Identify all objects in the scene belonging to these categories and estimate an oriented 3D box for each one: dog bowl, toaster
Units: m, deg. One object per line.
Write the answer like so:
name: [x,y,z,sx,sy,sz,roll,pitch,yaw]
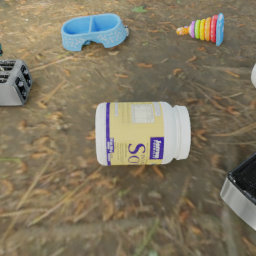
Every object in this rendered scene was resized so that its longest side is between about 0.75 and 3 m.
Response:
dog bowl: [-1.468,-4.022,11.613,2.758,0.684,1.537,-4,54,6]
toaster: [-4.147,-1.480,9.284,1.647,0.977,1.489,0,45,0]
toaster: [3.132,1.481,6.472,1.635,0.970,1.479,-29,53,-25]

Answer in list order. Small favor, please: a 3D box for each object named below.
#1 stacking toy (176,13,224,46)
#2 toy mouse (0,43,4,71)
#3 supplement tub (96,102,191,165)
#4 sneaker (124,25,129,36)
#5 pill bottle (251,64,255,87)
stacking toy: [3.055,-4.228,12.033,1.981,1.087,1.150,6,48,22]
toy mouse: [-3.030,-1.851,5.748,0.338,1.551,1.745,-21,13,0]
supplement tub: [0.343,0.137,7.289,2.257,1.641,1.641,-1,46,-1]
sneaker: [-0.622,-4.227,12.239,1.337,0.473,0.488,-15,48,-14]
pill bottle: [3.592,-0.702,5.638,1.282,1.282,2.262,-8,38,-8]
